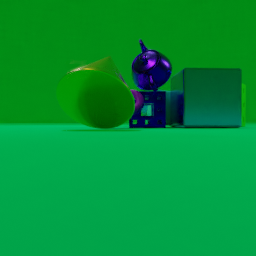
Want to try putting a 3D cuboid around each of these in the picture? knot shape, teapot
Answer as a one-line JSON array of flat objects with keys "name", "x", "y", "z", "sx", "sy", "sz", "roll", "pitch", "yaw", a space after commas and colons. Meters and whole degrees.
[{"name": "knot shape", "x": -0.181, "y": -0.481, "z": 6.435, "sx": 1.153, "sy": 0.569, "sz": 1.232, "roll": -25, "pitch": 5, "yaw": 2}, {"name": "teapot", "x": 0.502, "y": -1.475, "z": 6.703, "sx": 1.009, "sy": 1.622, "sz": 0.794, "roll": -22, "pitch": -39, "yaw": 17}]

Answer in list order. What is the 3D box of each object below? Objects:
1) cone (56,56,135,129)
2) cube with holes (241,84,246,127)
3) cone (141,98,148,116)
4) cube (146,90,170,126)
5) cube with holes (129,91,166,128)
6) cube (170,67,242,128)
[{"name": "cone", "x": -0.465, "y": -0.946, "z": 5.250, "sx": 1.372, "sy": 1.378, "sz": 1.372, "roll": 6, "pitch": -41, "yaw": 5}, {"name": "cube with holes", "x": 2.906, "y": -0.729, "z": 9.061, "sx": 1.373, "sy": 1.373, "sz": 1.373, "roll": 1, "pitch": 1, "yaw": 37}, {"name": "cone", "x": 1.058, "y": -0.892, "z": 9.399, "sx": 1.091, "sy": 1.087, "sz": 1.087, "roll": -21, "pitch": -7, "yaw": 22}, {"name": "cube", "x": 1.118, "y": -0.553, "z": 8.202, "sx": 0.946, "sy": 0.946, "sz": 0.946, "roll": 6, "pitch": 1, "yaw": -7}, {"name": "cube with holes", "x": 0.473, "y": -0.452, "z": 7.178, "sx": 0.887, "sy": 0.887, "sz": 0.887, "roll": 0, "pitch": 1, "yaw": 1}, {"name": "cube", "x": 1.878, "y": -0.694, "z": 7.006, "sx": 1.369, "sy": 1.369, "sz": 1.369, "roll": 0, "pitch": 1, "yaw": -5}]
